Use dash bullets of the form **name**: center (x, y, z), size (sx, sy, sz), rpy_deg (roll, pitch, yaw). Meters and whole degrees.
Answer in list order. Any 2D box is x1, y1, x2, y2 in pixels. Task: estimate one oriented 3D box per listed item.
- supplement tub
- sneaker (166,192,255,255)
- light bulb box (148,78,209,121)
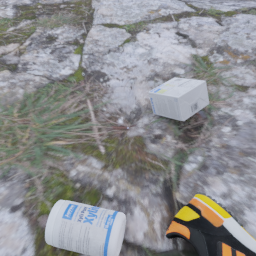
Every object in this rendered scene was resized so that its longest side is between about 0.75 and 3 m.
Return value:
- **supplement tub**: center (-0.761, 1.904, 5.271), size (1.329, 0.877, 0.877), rpy_deg (10, 45, 9)
- **sneaker**: center (1.865, 2.460, 4.836), size (1.241, 0.964, 2.757), rpy_deg (-40, 58, -10)
- **light bulb box**: center (1.442, -0.858, 7.997), size (1.182, 0.744, 1.193), rpy_deg (-31, 29, -28)
